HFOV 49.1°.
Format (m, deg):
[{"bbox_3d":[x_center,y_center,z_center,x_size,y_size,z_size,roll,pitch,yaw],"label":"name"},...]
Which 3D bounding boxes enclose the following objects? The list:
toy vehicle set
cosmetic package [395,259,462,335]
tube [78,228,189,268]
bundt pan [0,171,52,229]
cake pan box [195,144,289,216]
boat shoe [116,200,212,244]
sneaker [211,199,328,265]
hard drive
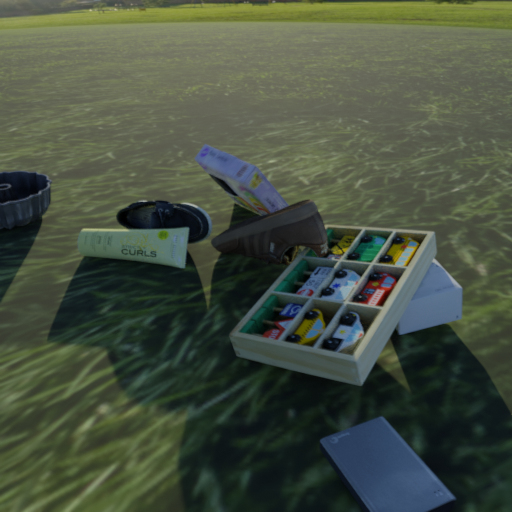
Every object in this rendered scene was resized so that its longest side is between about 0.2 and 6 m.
[{"bbox_3d":[1.328,0.558,8.858,2.069,0.441,3.329,5,35,34],"label":"toy vehicle set"},{"bbox_3d":[2.639,0.627,9.230,1.072,0.661,1.076,-14,32,-5],"label":"cosmetic package"},{"bbox_3d":[-2.391,-0.228,10.986,2.135,0.619,0.554,4,28,7],"label":"tube"},{"bbox_3d":[-5.599,-1.206,12.589,2.055,0.771,2.055,-1,29,0],"label":"bundt pan"},{"bbox_3d":[-0.279,-1.567,12.356,1.919,1.768,0.502,32,80,41],"label":"cake pan box"},{"bbox_3d":[-1.963,-0.709,11.441,2.332,0.872,0.773,18,19,34],"label":"boat shoe"},{"bbox_3d":[0.173,-0.214,10.417,0.960,1.030,2.727,-32,11,-38],"label":"sneaker"},{"bbox_3d":[1.464,2.497,6.457,0.933,0.220,1.337,-13,31,-22],"label":"hard drive"}]
